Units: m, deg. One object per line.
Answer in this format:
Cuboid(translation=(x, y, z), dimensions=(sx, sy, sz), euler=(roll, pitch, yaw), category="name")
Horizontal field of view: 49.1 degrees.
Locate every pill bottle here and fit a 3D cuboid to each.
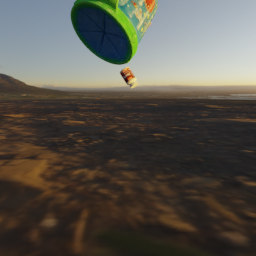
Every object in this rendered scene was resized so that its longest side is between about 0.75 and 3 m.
Cuboid(translation=(0.055, -2.256, 12.582), dimensions=(0.502, 0.889, 0.502), euler=(-32, -5, -4), category="pill bottle")

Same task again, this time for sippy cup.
Cuboid(translation=(-0.155, -2.335, 5.761), dimensions=(1.966, 1.544, 1.441), euler=(3, 51, 52), category="sippy cup")

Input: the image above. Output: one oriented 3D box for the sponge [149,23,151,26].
Cuboid(translation=(0.255, -4.092, 12.518), dimensions=(0.293, 1.966, 1.097), euler=(42, 11, 1), category="sponge")
